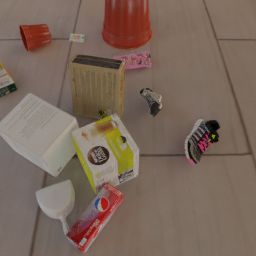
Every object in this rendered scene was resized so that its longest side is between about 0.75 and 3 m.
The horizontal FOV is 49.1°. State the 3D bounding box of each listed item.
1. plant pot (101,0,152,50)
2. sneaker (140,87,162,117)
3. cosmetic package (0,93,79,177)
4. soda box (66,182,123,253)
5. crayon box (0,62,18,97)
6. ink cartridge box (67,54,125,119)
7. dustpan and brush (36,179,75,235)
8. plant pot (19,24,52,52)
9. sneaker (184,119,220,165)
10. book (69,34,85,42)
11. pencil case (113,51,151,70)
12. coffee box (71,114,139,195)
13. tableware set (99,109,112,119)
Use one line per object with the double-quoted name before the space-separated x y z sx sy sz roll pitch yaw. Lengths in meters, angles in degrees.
"plant pot" -0.077 -6.146 14.702 2.863 2.785 2.863 0 53 0
"sneaker" 0.887 -1.170 11.871 1.011 0.657 1.750 37 24 -13
"cosmetic package" -3.180 0.275 10.465 2.223 1.860 1.849 28 64 18
"soda box" -1.045 2.932 9.282 0.695 0.767 2.192 29 59 19
"crayon box" -6.333 -2.315 13.274 1.344 0.551 2.137 -29 59 -20
"ink cartridge box" -1.225 -1.602 11.474 2.090 2.537 0.953 11 43 8
"dustpan and brush" -2.319 2.817 9.614 1.306 0.535 1.871 -18 49 -15
"plant pot" -4.830 -4.853 14.743 1.332 1.370 1.370 -21 56 -24
"sneaker" 2.935 0.432 10.797 1.009 0.851 2.306 -14 31 43
"book" -2.820 -4.958 15.472 0.763 0.183 0.510 4 56 0
"pencil case" 0.186 -3.266 13.848 1.903 0.788 0.823 -10 11 -7
"coffee box" -0.794 0.953 10.088 1.784 1.804 1.802 -23 57 -16
"tableware set" -0.849 -0.217 11.440 0.174 1.133 0.763 -27 15 -39
